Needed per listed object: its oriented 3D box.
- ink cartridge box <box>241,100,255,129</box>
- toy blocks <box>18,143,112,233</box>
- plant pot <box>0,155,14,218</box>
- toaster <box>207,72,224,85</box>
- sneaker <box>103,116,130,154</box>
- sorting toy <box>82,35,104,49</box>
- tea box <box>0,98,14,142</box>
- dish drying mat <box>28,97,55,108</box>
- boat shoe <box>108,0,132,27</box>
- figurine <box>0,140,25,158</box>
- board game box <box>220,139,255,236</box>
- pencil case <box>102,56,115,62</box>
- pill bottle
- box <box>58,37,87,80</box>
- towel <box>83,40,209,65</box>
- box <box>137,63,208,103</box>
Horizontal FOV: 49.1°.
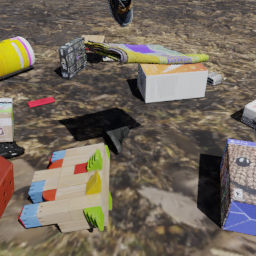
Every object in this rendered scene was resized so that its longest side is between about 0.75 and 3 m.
[{"bbox_3d":[4.990,-0.329,9.609,1.220,0.710,1.675,-24,43,-30],"label":"ink cartridge box"},{"bbox_3d":[-1.464,1.424,6.835,1.899,1.388,2.778,-10,35,5],"label":"toy blocks"},{"bbox_3d":[-3.576,1.411,6.560,1.419,1.610,1.609,13,35,-4],"label":"plant pot"},{"bbox_3d":[3.816,-2.177,12.482,0.492,0.432,0.761,-24,44,-25],"label":"toaster"},{"bbox_3d":[-0.279,0.179,9.081,0.836,0.481,1.603,-18,35,-16],"label":"sneaker"},{"bbox_3d":[-2.114,-4.990,16.412,1.340,0.469,1.348,2,35,2],"label":"sorting toy"},{"bbox_3d":[-4.095,-0.239,8.211,1.353,0.904,1.331,-3,28,-21],"label":"tea box"},{"bbox_3d":[-3.440,-1.025,11.138,1.003,0.091,0.385,-16,39,-23],"label":"dish drying mat"},{"bbox_3d":[-0.244,-5.175,11.647,1.007,2.845,1.291,-32,58,-2],"label":"boat shoe"},{"bbox_3d":[-4.542,0.477,8.467,2.134,0.941,2.187,-17,38,-36],"label":"figurine"},{"bbox_3d":[3.230,1.428,6.810,1.733,1.053,2.174,8,37,11],"label":"board game box"},{"bbox_3d":[-0.919,-3.625,14.611,0.826,0.321,0.369,-3,49,-4],"label":"pencil case"},{"bbox_3d":[-5.885,-3.024,12.678,1.552,1.552,2.978,25,42,31],"label":"pill bottle"},{"bbox_3d":[-2.549,-3.319,13.196,0.396,1.456,1.818,11,37,17],"label":"box"},{"bbox_3d":[0.419,-1.727,6.400,2.461,0.280,1.767,-7,25,-33],"label":"towel"},{"bbox_3d":[1.765,-2.028,11.564,2.497,1.217,1.553,-7,36,-9],"label":"box"}]
